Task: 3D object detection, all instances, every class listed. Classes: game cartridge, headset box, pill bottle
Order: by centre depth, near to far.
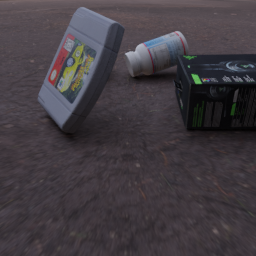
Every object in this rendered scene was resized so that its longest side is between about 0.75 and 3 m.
[{"bbox_3d":[-1.282,-1.482,7.231,0.609,2.979,1.983,12,21,-49],"label":"game cartridge"},{"bbox_3d":[2.781,-1.146,8.088,2.940,1.364,2.560,0,31,3],"label":"headset box"},{"bbox_3d":[1.101,-2.837,11.010,2.302,1.252,1.252,-20,32,-5],"label":"pill bottle"}]
